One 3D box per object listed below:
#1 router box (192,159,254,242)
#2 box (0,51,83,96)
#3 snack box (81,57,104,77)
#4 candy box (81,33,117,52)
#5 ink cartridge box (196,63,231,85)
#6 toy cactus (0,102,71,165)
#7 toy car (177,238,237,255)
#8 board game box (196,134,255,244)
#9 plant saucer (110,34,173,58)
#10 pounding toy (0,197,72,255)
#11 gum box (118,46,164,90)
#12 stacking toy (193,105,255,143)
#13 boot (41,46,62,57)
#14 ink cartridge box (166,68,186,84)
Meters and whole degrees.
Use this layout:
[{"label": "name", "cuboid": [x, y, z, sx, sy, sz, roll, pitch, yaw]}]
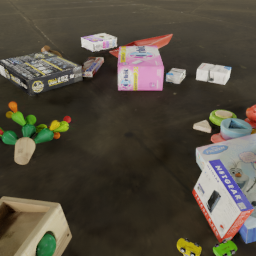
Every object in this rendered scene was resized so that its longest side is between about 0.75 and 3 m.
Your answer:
[{"label": "router box", "cuboid": [1.485, 1.165, 4.555, 0.242, 0.890, 0.991, -5, 42, -17]}, {"label": "box", "cuboid": [-3.286, -2.148, 10.407, 2.115, 0.644, 2.623, -27, 41, -34]}, {"label": "snack box", "cuboid": [-1.522, -2.498, 11.368, 0.667, 0.226, 1.857, 5, 32, 8]}, {"label": "candy box", "cuboid": [-1.444, -4.323, 14.085, 1.402, 0.502, 1.176, -22, 38, -31]}, {"label": "ink cartridge box", "cuboid": [3.167, -2.021, 10.374, 1.072, 0.452, 0.775, 16, 35, 25]}, {"label": "toy cactus", "cuboid": [-2.340, 0.135, 6.613, 1.889, 0.966, 1.559, 3, 40, -11]}, {"label": "toy car", "cuboid": [1.264, 1.935, 4.174, 0.829, 0.196, 0.881, -14, 35, -22]}, {"label": "board game box", "cuboid": [2.692, 0.899, 5.288, 2.137, 0.464, 2.127, -13, 34, -3]}, {"label": "plant saucer", "cuboid": [0.648, -3.681, 12.686, 2.200, 0.404, 2.196, 1, 26, 37]}, {"label": "pounding toy", "cuboid": [-1.452, 1.804, 3.868, 1.386, 0.985, 1.276, 1, 29, 21]}, {"label": "gum box", "cuboid": [0.413, -2.332, 10.459, 1.519, 0.885, 2.677, 0, 31, 0]}, {"label": "stacking toy", "cuboid": [2.687, -0.242, 7.226, 1.692, 0.714, 1.531, -25, 40, -35]}, {"label": "boot", "cuboid": [-3.300, -3.094, 12.153, 0.375, 1.018, 0.788, -55, 17, -23]}, {"label": "ink cartridge box", "cuboid": [1.813, -1.982, 10.456, 0.527, 0.308, 0.909, 14, 34, 21]}]
